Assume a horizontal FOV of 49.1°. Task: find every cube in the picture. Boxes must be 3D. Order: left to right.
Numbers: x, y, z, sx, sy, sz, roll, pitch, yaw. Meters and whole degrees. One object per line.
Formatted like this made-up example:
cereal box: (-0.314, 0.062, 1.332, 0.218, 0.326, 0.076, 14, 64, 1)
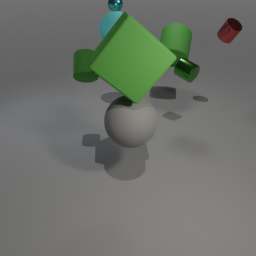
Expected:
cube: (0.060, -1.703, 6.677, 1.400, 1.400, 1.400, 35, 19, -19)

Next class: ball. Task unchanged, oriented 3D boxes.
ball: (-0.576, -5.649, 12.769, 0.700, 0.700, 0.700, 0, 29, 0)
ball: (-0.461, -3.955, 11.303, 1.400, 1.400, 1.400, 0, 29, 0)
ball: (0.071, -0.175, 7.363, 1.400, 1.400, 1.400, 0, 29, 0)

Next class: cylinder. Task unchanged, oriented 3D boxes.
cylinder: (-1.165, -1.714, 7.773, 0.700, 0.700, 0.700, -2, -15, -1)
cylinder: (2.120, -3.733, 12.726, 1.400, 1.400, 1.400, 8, 72, 14)
cylinder: (2.183, -2.149, 10.412, 0.700, 0.700, 0.700, 38, 44, 27)
cylinder: (4.035, -3.863, 11.134, 0.700, 0.700, 0.700, 8, 61, -15)
